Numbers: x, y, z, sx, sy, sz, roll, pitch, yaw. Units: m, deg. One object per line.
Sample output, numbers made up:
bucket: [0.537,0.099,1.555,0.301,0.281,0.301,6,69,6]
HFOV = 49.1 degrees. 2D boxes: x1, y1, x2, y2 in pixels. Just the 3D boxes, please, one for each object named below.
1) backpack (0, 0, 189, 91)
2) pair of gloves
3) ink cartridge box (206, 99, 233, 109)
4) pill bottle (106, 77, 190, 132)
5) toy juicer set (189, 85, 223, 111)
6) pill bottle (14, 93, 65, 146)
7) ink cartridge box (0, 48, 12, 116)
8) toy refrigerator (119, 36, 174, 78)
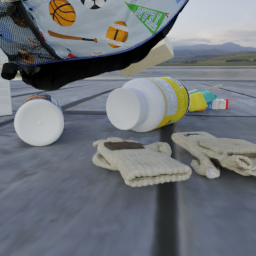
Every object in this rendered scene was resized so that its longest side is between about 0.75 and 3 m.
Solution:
backpack: [-0.471,-1.979,3.398,2.564,2.692,2.074,9,-27,28]
pair of gloves: [0.758,0.452,4.290,2.539,0.445,2.159,-3,8,-22]
ink cartridge box: [3.588,-0.956,11.141,1.061,0.357,0.616,0,12,2]
pill bottle: [0.552,-0.624,7.197,1.330,1.330,2.374,8,15,35]
toy juicer set: [2.388,-0.959,10.562,1.842,0.788,2.896,-12,9,34]
pill bottle: [-1.985,-0.269,6.381,0.980,0.980,1.846,-3,12,-16]
ink cartridge box: [-4.705,-1.424,8.821,1.800,2.220,0.556,-10,15,-39]
toy refrigerator: [0.627,-2.934,11.291,2.228,0.780,0.846,-18,-36,28]
